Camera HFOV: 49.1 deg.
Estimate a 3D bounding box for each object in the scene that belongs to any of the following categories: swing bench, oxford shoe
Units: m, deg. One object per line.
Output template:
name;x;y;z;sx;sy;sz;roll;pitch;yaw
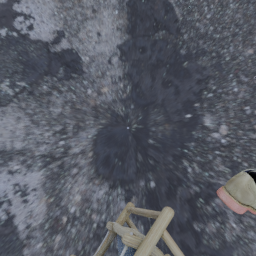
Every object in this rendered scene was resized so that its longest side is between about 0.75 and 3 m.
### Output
swing bench;-0.118;1.989;3.585;1.823;1.813;1.183;-35;87;-19
oxford shoe;2.045;1.017;4.612;0.591;1.669;0.616;46;108;29
